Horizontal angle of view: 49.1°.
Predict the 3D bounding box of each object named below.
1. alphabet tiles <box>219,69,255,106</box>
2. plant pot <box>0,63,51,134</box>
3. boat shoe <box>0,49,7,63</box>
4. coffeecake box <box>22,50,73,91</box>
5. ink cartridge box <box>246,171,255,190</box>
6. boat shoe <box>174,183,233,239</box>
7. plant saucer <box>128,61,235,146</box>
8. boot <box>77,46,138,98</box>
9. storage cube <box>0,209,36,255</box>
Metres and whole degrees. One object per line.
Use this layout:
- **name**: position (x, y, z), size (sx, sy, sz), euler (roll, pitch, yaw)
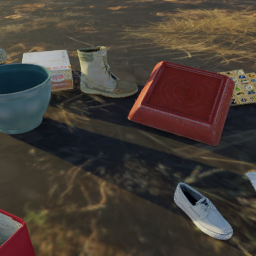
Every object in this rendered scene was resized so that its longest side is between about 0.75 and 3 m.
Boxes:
- **alphabet tiles**: position (4.150, -1.586, 10.705), size (1.826, 0.070, 2.195), euler (-8, 41, 6)
- **plant pot**: position (-3.490, -0.826, 8.623), size (2.382, 1.596, 2.382), euler (1, 33, 0)
- **boat shoe**: position (-6.988, -3.228, 13.036), size (0.796, 0.954, 2.558), euler (19, 32, 36)
- **coffeecake box**: position (-3.383, -2.418, 11.733), size (1.888, 0.899, 2.460), euler (-8, 34, -12)
- **ink cartridge box**: position (4.085, 1.597, 5.172), size (2.889, 0.646, 2.545), euler (-11, 27, 6)
- **boat shoe**: position (1.538, 1.656, 5.787), size (0.519, 0.474, 1.444), euler (-18, 37, -26)
- **plant saucer**: position (1.794, -1.050, 8.922), size (2.837, 0.521, 2.831), euler (17, 55, 17)
- **boot**: position (-0.752, -2.103, 10.446), size (2.279, 1.762, 0.821), euler (7, 33, 10)
- **storage cube**: position (-2.414, 2.146, 3.984), size (1.529, 1.608, 1.788), euler (16, 37, 23)
